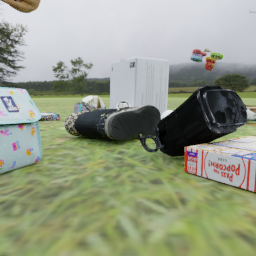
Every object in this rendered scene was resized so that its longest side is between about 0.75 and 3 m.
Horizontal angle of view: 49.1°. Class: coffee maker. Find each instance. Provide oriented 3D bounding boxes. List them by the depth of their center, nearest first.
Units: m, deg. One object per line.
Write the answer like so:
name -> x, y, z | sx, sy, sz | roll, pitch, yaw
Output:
coffee maker -> 0.947, -0.014, 4.066 | 1.119, 0.785, 1.165 | -31, -8, -31

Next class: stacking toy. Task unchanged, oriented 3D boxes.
stacking toy -> 2.390, -2.076, 8.524 | 0.896, 0.378, 0.811 | 18, -2, -17

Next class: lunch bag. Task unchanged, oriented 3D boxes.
lunch bag -> -1.697, -0.006, 3.763 | 0.680, 1.115, 0.950 | 3, 7, 27

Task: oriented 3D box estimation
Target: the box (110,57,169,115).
box -> 0.368, -1.526, 11.024 | 1.475, 2.257, 2.245 | -1, 7, -26

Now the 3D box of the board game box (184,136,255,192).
board game box -> 1.676, 0.396, 3.595 | 1.534, 0.355, 1.162 | -5, 9, -36

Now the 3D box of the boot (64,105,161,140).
boot -> -0.280, -0.146, 6.426 | 1.523, 0.728, 2.017 | 2, 7, 36

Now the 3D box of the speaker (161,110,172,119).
speaker -> 1.163, -0.193, 7.542 | 0.516, 0.516, 1.271 | 0, 7, 3

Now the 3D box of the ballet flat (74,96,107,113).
ballet flat -> -1.291, -0.769, 10.527 | 0.946, 0.946, 2.631 | 1, 7, 11

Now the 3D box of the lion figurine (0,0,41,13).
lion figurine -> -1.538, -2.296, 4.311 | 1.268, 2.070, 0.750 | 33, -33, -29

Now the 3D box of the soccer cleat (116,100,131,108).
soccer cleat -> -0.131, -0.531, 9.167 | 0.615, 0.764, 1.793 | 0, 8, 1

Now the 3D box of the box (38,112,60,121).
box -> -3.109, -0.429, 10.485 | 0.787, 0.217, 1.152 | -4, 9, -30

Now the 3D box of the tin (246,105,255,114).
tin -> 4.542, -0.648, 11.221 | 1.434, 0.536, 2.561 | 1, 6, 39

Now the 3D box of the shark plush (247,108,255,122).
shark plush -> 3.952, -0.427, 9.460 | 1.611, 0.732, 0.671 | -2, -24, 21
